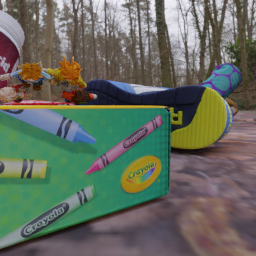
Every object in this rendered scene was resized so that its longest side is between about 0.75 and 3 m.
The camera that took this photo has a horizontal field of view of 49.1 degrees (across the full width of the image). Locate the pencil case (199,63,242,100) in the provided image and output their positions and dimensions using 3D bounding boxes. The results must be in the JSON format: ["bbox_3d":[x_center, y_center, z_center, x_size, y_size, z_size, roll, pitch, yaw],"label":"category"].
[{"bbox_3d":[3.020,-1.334,10.349,2.646,1.126,1.223,-38,52,-25],"label":"pencil case"}]

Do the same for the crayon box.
[{"bbox_3d":[-0.926,0.178,1.653,2.161,0.630,1.284,-4,6,-41],"label":"crayon box"}]

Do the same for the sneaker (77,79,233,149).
[{"bbox_3d":[0.327,-0.209,4.668,2.874,1.063,1.182,12,9,36],"label":"sneaker"}]

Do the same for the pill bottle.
[{"bbox_3d":[-3.469,-1.517,6.607,1.504,2.635,1.504,4,-35,3],"label":"pill bottle"}]

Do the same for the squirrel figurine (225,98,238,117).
[{"bbox_3d":[3.967,-0.982,12.819,1.847,1.400,1.979,5,3,-39],"label":"squirrel figurine"}]

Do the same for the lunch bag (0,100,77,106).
[{"bbox_3d":[-2.270,-0.271,7.197,1.944,0.797,1.713,-3,10,-25],"label":"lunch bag"}]

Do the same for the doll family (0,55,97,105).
[{"bbox_3d":[-0.691,-0.397,2.310,0.896,0.404,0.556,-2,3,-20],"label":"doll family"}]

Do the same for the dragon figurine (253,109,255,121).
[{"bbox_3d":[5.958,-0.511,10.293,2.414,0.711,1.200,-1,4,6],"label":"dragon figurine"}]
